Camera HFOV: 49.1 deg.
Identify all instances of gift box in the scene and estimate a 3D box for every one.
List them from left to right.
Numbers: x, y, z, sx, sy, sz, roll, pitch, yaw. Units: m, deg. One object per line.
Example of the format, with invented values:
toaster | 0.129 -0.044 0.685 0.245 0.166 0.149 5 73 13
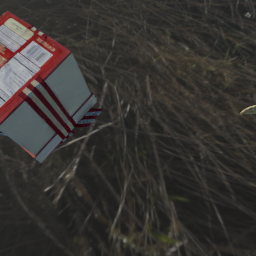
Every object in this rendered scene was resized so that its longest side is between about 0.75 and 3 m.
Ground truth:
gift box | -1.538 -0.632 4.730 1.720 1.741 1.864 40 76 20

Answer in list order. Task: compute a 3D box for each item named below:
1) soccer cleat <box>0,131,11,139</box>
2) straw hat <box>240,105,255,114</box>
soccer cleat | -2.656 -0.008 6.025 0.897 0.328 0.306 27 101 -10
straw hat | 3.651 -0.284 5.079 2.815 2.815 1.191 -17 80 -11
